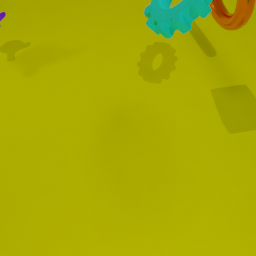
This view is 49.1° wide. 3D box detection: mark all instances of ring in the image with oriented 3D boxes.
[{"bbox_3d":[2.469,-3.439,6.949,0.403,2.013,2.013,-20,59,-3],"label":"ring"}]

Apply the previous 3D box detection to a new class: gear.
[{"bbox_3d":[0.999,-2.467,5.086,0.309,1.671,1.671,26,48,-36],"label":"gear"}]

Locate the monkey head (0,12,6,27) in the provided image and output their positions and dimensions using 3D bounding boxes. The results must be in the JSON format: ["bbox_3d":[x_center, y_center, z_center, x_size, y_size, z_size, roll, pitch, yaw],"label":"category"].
[{"bbox_3d":[-3.806,-2.743,7.449,1.160,0.699,0.834,-10,68,-14],"label":"monkey head"}]
